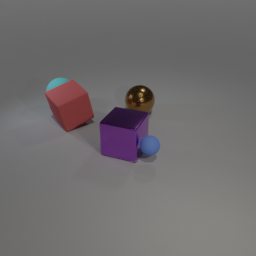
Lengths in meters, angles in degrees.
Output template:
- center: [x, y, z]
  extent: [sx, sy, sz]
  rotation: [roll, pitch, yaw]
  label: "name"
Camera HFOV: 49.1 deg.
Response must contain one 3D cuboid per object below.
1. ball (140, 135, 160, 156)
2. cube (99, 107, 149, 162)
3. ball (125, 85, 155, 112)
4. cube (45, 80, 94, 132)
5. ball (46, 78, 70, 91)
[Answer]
- center: [0.759, 0.601, 9.676]
  extent: [0.700, 0.700, 0.700]
  rotation: [0, 30, 0]
  label: "ball"
- center: [-0.111, 0.206, 10.372]
  extent: [1.400, 1.400, 1.400]
  rotation: [11, 31, 19]
  label: "cube"
- center: [0.552, -1.303, 13.072]
  extent: [1.400, 1.400, 1.400]
  rotation: [0, 30, 0]
  label: "ball"
- center: [-2.502, -0.987, 12.062]
  extent: [1.400, 1.400, 1.400]
  rotation: [-30, 46, -21]
  label: "cube"
- center: [-3.147, -1.662, 13.251]
  extent: [1.400, 1.400, 1.400]
  rotation: [0, 30, 0]
  label: "ball"
